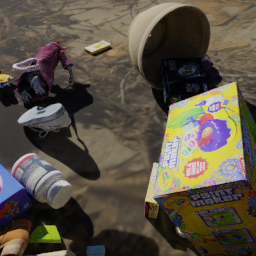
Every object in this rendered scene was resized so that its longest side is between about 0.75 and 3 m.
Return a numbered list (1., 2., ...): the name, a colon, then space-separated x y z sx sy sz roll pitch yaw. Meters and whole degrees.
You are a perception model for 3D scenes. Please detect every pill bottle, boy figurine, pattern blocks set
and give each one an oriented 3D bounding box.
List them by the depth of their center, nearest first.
1. pattern blocks set: -1.725 2.900 5.177 2.582 0.209 2.269 4 43 5
2. pill bottle: -1.976 1.250 6.541 1.365 0.816 0.816 28 50 26
3. boy figurine: -4.542 -1.688 10.029 0.908 0.471 1.460 -21 49 -18

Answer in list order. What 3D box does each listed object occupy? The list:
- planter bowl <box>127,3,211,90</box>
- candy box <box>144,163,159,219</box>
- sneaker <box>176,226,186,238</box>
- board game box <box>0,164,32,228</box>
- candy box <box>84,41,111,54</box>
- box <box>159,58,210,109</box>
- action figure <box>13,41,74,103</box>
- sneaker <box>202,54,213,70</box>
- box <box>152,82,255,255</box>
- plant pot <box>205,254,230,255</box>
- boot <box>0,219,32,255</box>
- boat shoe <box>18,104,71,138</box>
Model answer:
1. planter bowl: 1.152 -3.029 9.771 2.824 2.824 1.901 -22 45 -22
2. candy box: 0.627 1.430 6.474 0.304 0.635 1.099 9 43 10
3. sneaker: 1.426 1.744 6.182 0.499 0.579 1.320 12 42 16
4. board game box: -3.857 1.385 6.389 2.856 0.639 1.920 30 50 33
5. candy box: -1.324 -3.541 12.279 1.096 0.145 0.560 -32 49 -31
6. box: 1.850 -1.514 9.375 1.385 0.728 1.691 -1 56 -2
7. action figure: -2.939 -2.219 9.604 1.835 2.040 2.739 7 56 16
8. sneaker: 2.820 -2.807 11.255 0.807 0.698 1.842 13 37 -18
9. box: 1.844 0.914 5.445 1.509 2.382 2.473 -20 33 31
10. plant pot: 1.147 3.107 3.595 2.316 2.316 2.292 28 43 27
11. boot: -2.619 2.294 5.573 1.317 0.485 1.019 -4 21 -3
12. boat shoe: -2.369 -0.163 8.185 2.015 0.859 0.744 -7 39 37
